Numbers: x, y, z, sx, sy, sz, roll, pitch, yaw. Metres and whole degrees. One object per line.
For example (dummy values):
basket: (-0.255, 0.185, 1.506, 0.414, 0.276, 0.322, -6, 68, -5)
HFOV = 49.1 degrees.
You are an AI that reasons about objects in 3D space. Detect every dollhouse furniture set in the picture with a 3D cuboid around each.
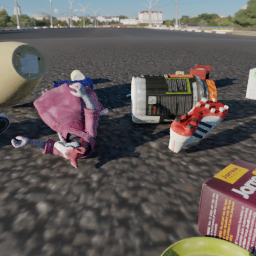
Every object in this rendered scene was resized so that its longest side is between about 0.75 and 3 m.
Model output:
dollhouse furniture set: (2.700, -2.555, 13.720, 2.411, 0.981, 1.298, 8, 23, 20)

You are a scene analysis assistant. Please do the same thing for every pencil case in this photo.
pencil case: (-2.405, -1.801, 12.224, 1.751, 0.683, 0.761, -13, 34, -31)

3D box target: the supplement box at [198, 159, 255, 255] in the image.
supplement box: (2.259, 1.358, 3.982, 2.164, 0.927, 1.194, 20, 29, 41)

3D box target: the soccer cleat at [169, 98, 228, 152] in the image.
soccer cleat: (1.808, -0.102, 7.204, 0.758, 0.941, 2.208, 36, 44, 28)

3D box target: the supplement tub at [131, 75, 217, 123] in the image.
supplement tub: (1.380, -0.913, 8.875, 2.518, 1.543, 1.543, 0, 22, -1)

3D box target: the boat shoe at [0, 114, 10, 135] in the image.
boat shoe: (-3.871, 0.134, 7.390, 0.620, 0.671, 1.816, 12, 25, 36)

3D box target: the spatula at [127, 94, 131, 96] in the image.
spatula: (0.482, -1.449, 12.203, 0.822, 0.095, 1.183, 18, 28, 25)

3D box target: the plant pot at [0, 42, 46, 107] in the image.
plant pot: (-3.909, -1.996, 9.648, 2.482, 2.324, 2.324, -4, 13, 46)

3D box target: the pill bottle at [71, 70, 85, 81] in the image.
pill bottle: (-2.562, -2.594, 14.285, 0.648, 0.648, 1.150, -6, 22, -15)

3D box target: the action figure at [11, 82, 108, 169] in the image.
action figure: (-1.474, 0.064, 7.203, 1.988, 2.210, 2.968, -32, 42, 6)

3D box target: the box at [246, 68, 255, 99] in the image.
box: (5.531, -1.770, 11.471, 1.057, 1.198, 0.579, 20, 30, 39)

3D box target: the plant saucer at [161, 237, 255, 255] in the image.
plant saucer: (1.073, 1.966, 3.423, 1.512, 0.235, 1.512, -1, 22, 0)
